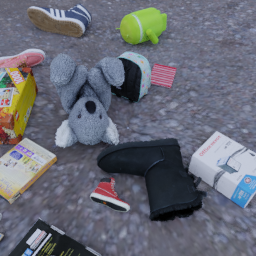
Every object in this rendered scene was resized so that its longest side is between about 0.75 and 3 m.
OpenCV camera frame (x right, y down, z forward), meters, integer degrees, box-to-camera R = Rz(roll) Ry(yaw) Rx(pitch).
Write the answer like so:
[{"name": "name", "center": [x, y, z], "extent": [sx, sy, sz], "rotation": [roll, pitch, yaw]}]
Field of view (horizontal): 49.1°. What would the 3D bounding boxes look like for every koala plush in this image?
[{"name": "koala plush", "center": [-1.170, -0.546, 8.195], "extent": [2.122, 2.199, 2.393], "rotation": [-3, 66, -19]}]

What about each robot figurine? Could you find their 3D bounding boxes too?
[{"name": "robot figurine", "center": [0.616, -4.379, 12.043], "extent": [2.179, 1.261, 1.912], "rotation": [-25, 51, -22]}]

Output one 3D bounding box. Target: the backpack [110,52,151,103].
[{"name": "backpack", "center": [0.124, -1.779, 9.371], "extent": [1.308, 1.488, 1.141], "rotation": [26, 49, 24]}]

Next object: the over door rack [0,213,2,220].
[{"name": "over door rack", "center": [-3.192, 2.164, 6.087], "extent": [0.344, 0.762, 1.032], "rotation": [4, 47, 6]}]

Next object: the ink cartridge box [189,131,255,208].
[{"name": "ink cartridge box", "center": [2.618, 1.016, 7.232], "extent": [1.668, 0.716, 1.222], "rotation": [35, 56, 27]}]

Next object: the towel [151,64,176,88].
[{"name": "towel", "center": [1.290, -1.961, 10.494], "extent": [0.887, 0.138, 1.227], "rotation": [14, 49, 10]}]

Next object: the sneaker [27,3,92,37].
[{"name": "sneaker", "center": [-3.067, -5.161, 12.936], "extent": [2.850, 0.999, 1.546], "rotation": [20, 54, 9]}]

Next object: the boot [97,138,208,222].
[{"name": "boot", "center": [0.534, 1.305, 6.908], "extent": [2.419, 0.895, 1.982], "rotation": [-9, 52, -7]}]

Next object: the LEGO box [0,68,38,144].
[{"name": "LEGO box", "center": [-4.116, -0.745, 8.714], "extent": [1.921, 0.995, 2.579], "rotation": [-1, 46, -1]}]

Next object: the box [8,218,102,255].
[{"name": "box", "center": [-1.657, 3.246, 5.161], "extent": [2.021, 0.625, 2.532], "rotation": [20, 49, 21]}]

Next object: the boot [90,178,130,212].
[{"name": "boot", "center": [-0.325, 1.599, 6.926], "extent": [1.025, 0.371, 0.740], "rotation": [17, 47, 20]}]

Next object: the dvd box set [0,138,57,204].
[{"name": "dvd box set", "center": [-2.919, 1.081, 7.490], "extent": [1.219, 0.245, 1.667], "rotation": [25, 51, 22]}]

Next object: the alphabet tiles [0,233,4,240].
[{"name": "alphabet tiles", "center": [-3.376, 2.549, 6.142], "extent": [1.007, 0.038, 0.842], "rotation": [14, 51, 21]}]

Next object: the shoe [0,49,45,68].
[{"name": "shoe", "center": [-4.043, -2.355, 10.536], "extent": [1.910, 0.682, 0.869], "rotation": [-14, 49, -6]}]
